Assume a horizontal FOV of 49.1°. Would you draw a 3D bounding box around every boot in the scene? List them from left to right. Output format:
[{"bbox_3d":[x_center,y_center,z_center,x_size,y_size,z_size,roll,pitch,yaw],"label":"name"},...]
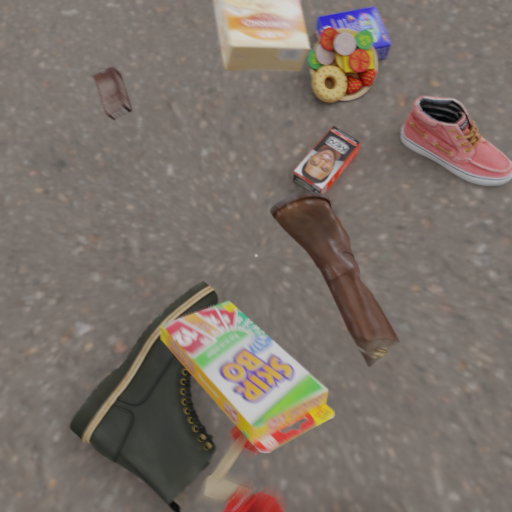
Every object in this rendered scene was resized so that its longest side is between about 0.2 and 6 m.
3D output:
[{"bbox_3d":[-1.028,2.016,8.291,1.989,1.114,2.875,37,84,10],"label":"boot"},{"bbox_3d":[0.961,0.304,6.424,0.610,1.771,1.900,-29,66,24],"label":"boot"}]

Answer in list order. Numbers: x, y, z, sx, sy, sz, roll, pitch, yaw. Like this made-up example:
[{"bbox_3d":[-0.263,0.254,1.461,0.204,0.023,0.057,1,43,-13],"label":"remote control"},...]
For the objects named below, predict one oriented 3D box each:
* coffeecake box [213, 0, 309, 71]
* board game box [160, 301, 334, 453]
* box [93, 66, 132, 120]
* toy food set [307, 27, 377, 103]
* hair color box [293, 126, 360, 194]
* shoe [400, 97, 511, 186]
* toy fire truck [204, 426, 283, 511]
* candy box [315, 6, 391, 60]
[{"bbox_3d":[0.028,-2.907,6.809,0.963,0.458,1.255,-5,71,-15],"label":"coffeecake box"},{"bbox_3d":[-0.127,1.108,5.549,0.882,0.277,1.847,-17,39,-32],"label":"board game box"},{"bbox_3d":[-2.422,-2.747,9.471,0.396,0.296,0.790,-22,78,13],"label":"box"},{"bbox_3d":[1.673,-3.698,10.777,1.393,0.339,1.379,-10,99,-5],"label":"toy food set"},{"bbox_3d":[1.284,-1.714,10.198,0.634,0.383,1.250,34,71,13],"label":"hair color box"},{"bbox_3d":[3.680,-2.058,10.016,2.168,0.986,0.775,29,69,12],"label":"shoe"},{"bbox_3d":[-0.256,2.657,6.166,1.510,0.368,1.065,-46,42,2],"label":"toy fire truck"},{"bbox_3d":[1.937,-4.416,11.341,1.239,0.477,1.048,-11,68,-6],"label":"candy box"}]
